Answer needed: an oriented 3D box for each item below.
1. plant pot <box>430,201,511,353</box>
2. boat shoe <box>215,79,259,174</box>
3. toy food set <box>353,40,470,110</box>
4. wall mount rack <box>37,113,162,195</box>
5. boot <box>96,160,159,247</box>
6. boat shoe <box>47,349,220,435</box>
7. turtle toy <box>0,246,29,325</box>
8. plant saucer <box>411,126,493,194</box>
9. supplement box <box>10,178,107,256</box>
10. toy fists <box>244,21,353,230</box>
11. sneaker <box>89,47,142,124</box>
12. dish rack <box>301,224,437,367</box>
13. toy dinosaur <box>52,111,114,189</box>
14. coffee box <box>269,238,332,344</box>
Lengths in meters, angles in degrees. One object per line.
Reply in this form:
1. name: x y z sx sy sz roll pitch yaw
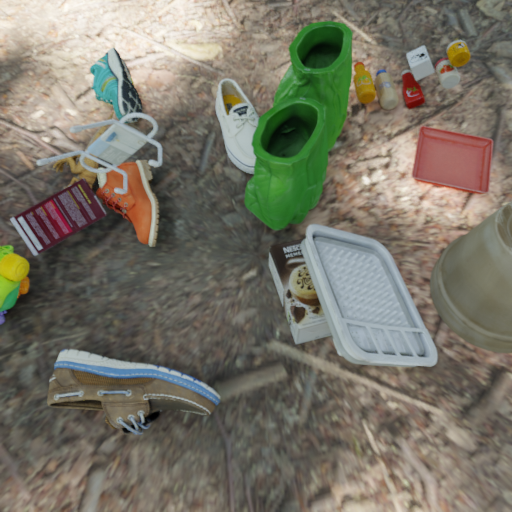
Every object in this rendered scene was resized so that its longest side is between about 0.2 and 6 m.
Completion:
1. plant pot: 4.242 0.156 9.179 2.274 1.973 2.274 1 57 -1
2. boat shoe: -0.308 -2.782 11.727 0.849 0.836 2.395 -14 58 -9
3. toy food set: 3.388 -4.057 12.272 2.396 1.144 1.078 -21 54 23
4. wall mount rack: -2.502 -1.692 9.103 1.622 1.867 0.696 22 54 -39
5. boot: -2.404 -0.949 10.481 1.079 0.755 2.013 -6 52 -23
6. boat shoe: -1.897 2.194 8.548 2.704 0.977 0.979 7 62 16
7. turtle toy: -4.722 0.711 9.310 1.586 1.100 2.177 19 60 20
8. plant saucer: 4.016 -1.927 11.516 1.524 0.280 1.522 13 58 9
9. supplement box: -3.524 -0.709 10.071 1.452 0.442 0.790 -30 103 -8
10. toy fists: 0.857 -2.436 10.756 1.458 2.162 4.241 10 57 15
11. sneaker: -3.155 -3.663 12.460 0.897 0.873 2.252 -28 55 6
12. dish rack: 1.746 0.733 9.192 2.169 0.550 2.528 11 49 -37
13. toy dinosaur: -3.356 -1.860 11.135 1.094 0.622 2.059 13 90 20
14. coffee box: 0.885 0.561 9.680 0.940 0.664 1.664 -14 58 -9
